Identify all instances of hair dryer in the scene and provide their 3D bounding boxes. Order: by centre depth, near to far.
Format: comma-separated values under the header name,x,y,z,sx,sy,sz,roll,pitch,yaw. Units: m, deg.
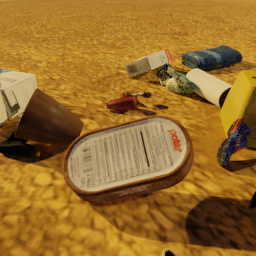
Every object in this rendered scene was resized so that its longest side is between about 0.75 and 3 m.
name,x,y,z,sx,sy,sz,roll,pitch,yaw
hair dryer,-0.084,-0.978,10.358,1.732,0.470,1.319,-22,19,-39

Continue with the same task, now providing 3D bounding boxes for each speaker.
name,x,y,z,sx,sy,sz,roll,pitch,yaw
speaker,3.122,-1.532,10.662,0.895,0.895,2.203,-13,33,-20

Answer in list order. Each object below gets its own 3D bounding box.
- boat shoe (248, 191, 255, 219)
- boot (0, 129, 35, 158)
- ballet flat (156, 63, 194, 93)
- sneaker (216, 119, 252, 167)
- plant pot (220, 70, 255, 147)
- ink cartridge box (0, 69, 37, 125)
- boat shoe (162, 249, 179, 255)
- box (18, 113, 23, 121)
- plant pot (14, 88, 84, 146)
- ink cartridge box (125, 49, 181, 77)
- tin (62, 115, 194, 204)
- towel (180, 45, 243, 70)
name,x,y,z,sx,sy,sz,roll,pitch,yaw
boat shoe,2.842,1.344,5.800,1.248,0.356,0.417,-50,12,-33
boot,-2.941,0.365,7.899,1.139,0.435,0.957,3,34,17
ballet flat,1.841,-1.924,11.598,0.927,0.927,2.497,-7,29,-12
sneaker,2.836,0.425,7.370,0.582,0.559,1.484,32,70,7
plant pot,4.026,-0.673,8.381,1.985,1.751,1.985,3,30,7
ink cartridge box,-4.717,-1.005,9.514,1.964,1.144,2.717,13,33,20
boat shoe,0.985,2.514,4.210,0.554,0.499,1.536,-16,34,-25
box,-2.936,-0.292,9.042,0.856,0.414,0.753,10,32,14
plant pot,-2.089,-0.121,7.827,1.566,1.464,1.464,24,27,-15
ink cartridge box,1.205,-3.142,13.108,1.407,0.650,2.582,-9,17,46
tin,-0.020,0.648,6.032,2.868,0.601,1.606,-15,61,5
towel,4.307,-3.614,14.368,2.927,0.710,1.634,-14,34,-23
